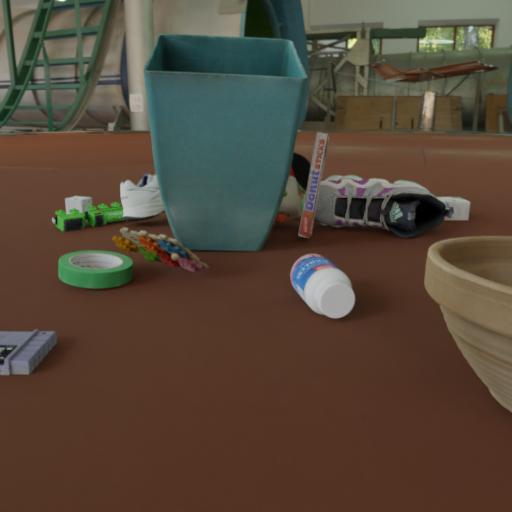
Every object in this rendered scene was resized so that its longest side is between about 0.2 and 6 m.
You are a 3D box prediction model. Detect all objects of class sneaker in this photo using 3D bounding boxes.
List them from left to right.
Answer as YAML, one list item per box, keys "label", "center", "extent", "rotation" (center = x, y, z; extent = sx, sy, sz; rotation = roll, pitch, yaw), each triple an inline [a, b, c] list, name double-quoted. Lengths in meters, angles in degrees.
- label: "sneaker"
  center: [-2.079, -1.432, 12.756]
  extent: [0.842, 0.984, 2.259]
  rotation: [-6, 10, 44]
- label: "sneaker"
  center: [0.434, -1.907, 12.740]
  extent: [1.072, 0.807, 2.293]
  rotation: [-6, -12, 34]
- label: "sneaker"
  center: [2.537, -0.980, 11.452]
  extent: [2.964, 1.152, 2.073]
  rotation: [-6, 18, -10]

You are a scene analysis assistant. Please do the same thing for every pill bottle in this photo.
- label: "pill bottle"
  center: [0.900, 0.411, 7.495]
  extent: [0.638, 0.638, 1.137]
  rotation: [-4, 16, -12]

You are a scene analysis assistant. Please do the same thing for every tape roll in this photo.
- label: "tape roll"
  center: [-2.468, 0.195, 8.645]
  extent: [1.102, 0.265, 1.102]
  rotation: [6, 15, -2]

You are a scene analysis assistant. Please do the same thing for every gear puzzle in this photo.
- label: "gear puzzle"
  center: [-1.702, -0.083, 8.904]
  extent: [1.896, 0.248, 0.982]
  rotation: [11, -22, 39]

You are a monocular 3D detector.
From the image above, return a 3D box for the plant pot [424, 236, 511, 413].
- label: "plant pot"
  center: [2.941, 0.722, 4.983]
  extent: [2.879, 1.329, 2.879]
  rotation: [2, 13, 0]

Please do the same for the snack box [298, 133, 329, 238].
- label: "snack box"
  center: [1.134, -1.375, 11.021]
  extent: [0.244, 2.007, 0.721]
  rotation: [11, 8, 7]

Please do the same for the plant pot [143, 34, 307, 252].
- label: "plant pot"
  center: [-0.568, -1.888, 9.998]
  extent: [2.396, 3.390, 2.395]
  rotation: [1, 34, -4]

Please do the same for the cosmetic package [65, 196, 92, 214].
- label: "cosmetic package"
  center: [-4.301, -1.208, 13.600]
  extent: [0.490, 0.404, 0.404]
  rotation: [6, 17, 20]

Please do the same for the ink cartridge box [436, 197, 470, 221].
- label: "ink cartridge box"
  center: [4.373, -1.120, 13.198]
  extent: [1.049, 0.459, 0.762]
  rotation: [1, 15, 0]

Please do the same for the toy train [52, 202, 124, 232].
- label: "toy train"
  center: [-3.516, -0.882, 12.519]
  extent: [2.018, 0.421, 0.569]
  rotation: [-14, 31, -41]

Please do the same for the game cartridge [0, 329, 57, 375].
- label: "game cartridge"
  center: [-2.937, 1.035, 6.115]
  extent: [1.250, 0.240, 0.811]
  rotation: [0, 12, 1]

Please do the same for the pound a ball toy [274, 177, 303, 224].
- label: "pound a ball toy"
  center: [0.121, -1.029, 12.472]
  extent: [2.174, 0.923, 1.418]
  rotation: [-4, -16, -3]
